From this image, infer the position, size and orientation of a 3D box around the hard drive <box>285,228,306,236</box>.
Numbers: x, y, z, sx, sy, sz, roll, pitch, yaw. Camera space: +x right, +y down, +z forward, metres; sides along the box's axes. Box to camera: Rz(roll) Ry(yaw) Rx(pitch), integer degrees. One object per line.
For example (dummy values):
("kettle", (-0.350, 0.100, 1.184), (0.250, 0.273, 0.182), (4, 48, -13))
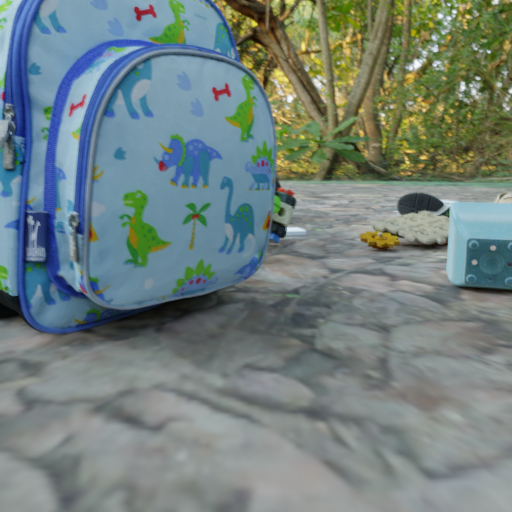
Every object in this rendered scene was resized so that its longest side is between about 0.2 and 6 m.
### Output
("hard drive", (0.530, -0.511, 12.118), (0.943, 0.126, 0.622), (-3, 10, -14))

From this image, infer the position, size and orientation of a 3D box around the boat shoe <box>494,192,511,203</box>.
("boat shoe", (5.466, -0.896, 11.910), (1.040, 0.941, 2.918), (2, 10, 13))

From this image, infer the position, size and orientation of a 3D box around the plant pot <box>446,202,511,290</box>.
("plant pot", (2.890, -0.061, 6.931), (1.016, 1.019, 1.038), (4, 18, 20))

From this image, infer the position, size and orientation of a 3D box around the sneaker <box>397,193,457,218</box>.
("sneaker", (4.668, -1.067, 14.129), (2.105, 0.795, 1.211), (13, 5, 23))

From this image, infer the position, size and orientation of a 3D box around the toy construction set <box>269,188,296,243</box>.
("toy construction set", (-0.655, -0.933, 10.211), (2.242, 1.576, 3.420), (22, 7, -26))

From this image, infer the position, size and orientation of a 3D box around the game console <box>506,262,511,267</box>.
("game console", (4.536, 0.258, 7.342), (1.780, 1.057, 1.534), (-1, -22, -9))

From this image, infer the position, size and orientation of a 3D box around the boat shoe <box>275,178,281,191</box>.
("boat shoe", (0.158, -1.505, 15.807), (1.070, 1.096, 2.898), (-21, 8, 12))

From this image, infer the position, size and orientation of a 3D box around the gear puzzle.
("gear puzzle", (3.012, -0.375, 10.603), (2.804, 0.367, 1.452), (-12, 26, -41))

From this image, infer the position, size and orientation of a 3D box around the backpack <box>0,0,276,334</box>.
("backpack", (-1.293, -1.107, 5.758), (2.462, 3.350, 3.065), (8, 12, 39))
